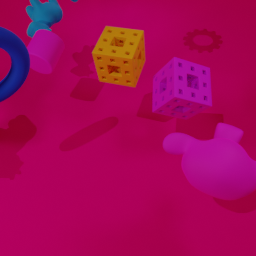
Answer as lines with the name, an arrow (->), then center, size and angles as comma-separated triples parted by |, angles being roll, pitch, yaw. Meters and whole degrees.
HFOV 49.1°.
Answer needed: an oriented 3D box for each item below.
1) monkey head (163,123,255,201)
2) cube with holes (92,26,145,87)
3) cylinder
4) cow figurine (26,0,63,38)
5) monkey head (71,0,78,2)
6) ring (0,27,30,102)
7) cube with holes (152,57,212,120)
monkey head -> 1.406, 0.415, 4.147 | 1.727, 1.041, 1.243 | 21, 77, 14
cube with holes -> -0.152, -1.471, 5.800 | 0.811, 0.811, 0.811 | 12, 59, 13
cylinder -> -2.006, -1.813, 6.700 | 0.754, 0.754, 0.754 | 15, 67, 10
cow figurine -> -2.159, -2.824, 7.408 | 1.258, 0.690, 1.238 | -34, 92, -39
monkey head -> -1.588, -3.503, 6.705 | 0.822, 1.143, 0.689 | -45, 31, -11
ring -> -2.373, -0.957, 4.589 | 1.585, 1.585, 0.317 | -32, 64, -20
cube with holes -> 1.085, -0.772, 5.754 | 0.854, 0.854, 0.854 | 11, 69, -21
